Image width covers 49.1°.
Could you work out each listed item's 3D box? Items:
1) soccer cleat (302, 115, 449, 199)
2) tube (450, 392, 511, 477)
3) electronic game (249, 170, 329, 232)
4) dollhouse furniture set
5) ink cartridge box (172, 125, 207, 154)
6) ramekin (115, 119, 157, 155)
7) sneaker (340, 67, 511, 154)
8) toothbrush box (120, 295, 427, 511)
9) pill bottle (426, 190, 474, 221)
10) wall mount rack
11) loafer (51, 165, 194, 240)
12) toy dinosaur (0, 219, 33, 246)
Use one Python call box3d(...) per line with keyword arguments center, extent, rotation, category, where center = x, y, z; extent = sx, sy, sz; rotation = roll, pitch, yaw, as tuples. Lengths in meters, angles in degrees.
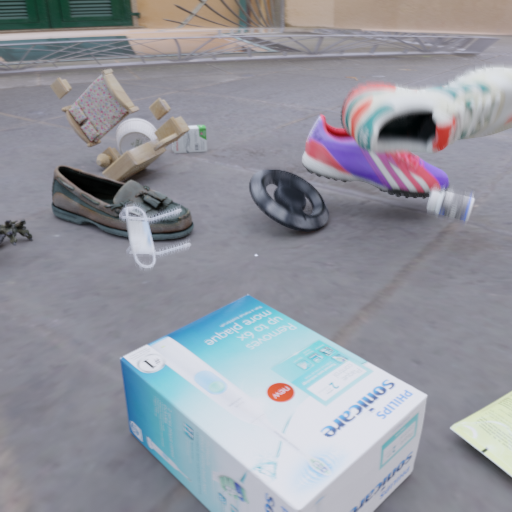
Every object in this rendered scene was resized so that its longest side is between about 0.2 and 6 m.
box3d(center=(2.442, -1.921, 11.022), extent=(2.977, 1.090, 1.015), rotation=(13, 30, 1), category="soccer cleat")
box3d(center=(3.092, 1.628, 6.058), extent=(2.107, 0.547, 0.611), rotation=(-21, -5, -29), category="tube")
box3d(center=(0.644, -1.086, 10.771), extent=(1.678, 0.349, 1.678), rotation=(19, 39, -16), category="electronic game")
box3d(center=(-3.422, -3.268, 12.740), extent=(2.474, 2.901, 1.417), rotation=(-30, 10, 32), category="dollhouse furniture set")
box3d(center=(-1.795, -3.113, 14.948), extent=(0.906, 0.664, 0.376), rotation=(-5, 27, -12), category="ink cartridge box")
box3d(center=(-3.001, -2.860, 14.089), extent=(1.092, 1.092, 0.509), rotation=(-2, 39, -4), category="ramekin")
box3d(center=(3.219, -2.221, 9.282), extent=(3.439, 1.211, 1.608), rotation=(-6, 36, -1), category="sneaker")
box3d(center=(0.100, 1.571, 5.514), extent=(1.791, 1.043, 2.447), rotation=(-23, 37, -37), category="toothbrush box")
box3d(center=(2.391, -0.631, 6.905), extent=(0.511, 0.291, 0.291), rotation=(17, 31, 18), category="pill bottle")
box3d(center=(-1.521, -0.356, 8.323), extent=(0.918, 0.394, 1.056), rotation=(1, 61, -37), category="wall mount rack")
box3d(center=(-2.642, -1.037, 10.599), extent=(3.095, 0.973, 1.112), rotation=(11, 29, 20), category="loafer")
box3d(center=(-4.706, -0.310, 9.548), extent=(1.421, 0.765, 3.224), rotation=(-11, 25, -6), category="toy dinosaur")
